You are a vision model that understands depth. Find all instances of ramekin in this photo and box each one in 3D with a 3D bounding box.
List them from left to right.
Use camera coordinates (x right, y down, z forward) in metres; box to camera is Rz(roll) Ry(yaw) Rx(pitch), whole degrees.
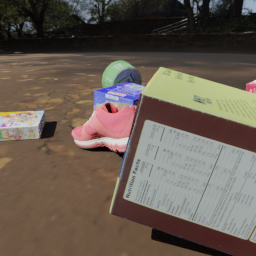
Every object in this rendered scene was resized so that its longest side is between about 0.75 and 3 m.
[{"bbox_3d":[-0.244,-2.324,14.047,1.929,1.929,0.942,-10,29,-27],"label":"ramekin"}]

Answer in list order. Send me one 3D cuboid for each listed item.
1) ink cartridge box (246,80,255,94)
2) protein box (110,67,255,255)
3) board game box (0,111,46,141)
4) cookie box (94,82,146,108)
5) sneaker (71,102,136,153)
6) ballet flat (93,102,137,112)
[{"bbox_3d":[7.051,-1.690,13.572,2.182,0.920,1.580,15,24,37],"label":"ink cartridge box"},{"bbox_3d":[1.547,0.397,4.970,2.889,1.949,2.868,17,21,5],"label":"protein box"},{"bbox_3d":[-4.321,-0.078,9.579,2.709,0.464,1.821,-3,20,-9],"label":"board game box"},{"bbox_3d":[0.033,-1.238,12.152,2.031,0.892,2.374,19,26,31],"label":"cookie box"},{"bbox_3d":[-0.626,-0.109,7.998,1.090,1.282,2.957,-18,13,-42],"label":"sneaker"},{"bbox_3d":[0.029,-0.393,9.999,2.669,0.909,0.898,0,33,3],"label":"ballet flat"}]
